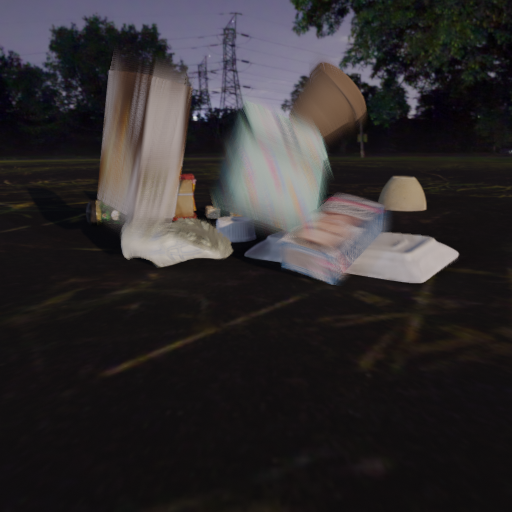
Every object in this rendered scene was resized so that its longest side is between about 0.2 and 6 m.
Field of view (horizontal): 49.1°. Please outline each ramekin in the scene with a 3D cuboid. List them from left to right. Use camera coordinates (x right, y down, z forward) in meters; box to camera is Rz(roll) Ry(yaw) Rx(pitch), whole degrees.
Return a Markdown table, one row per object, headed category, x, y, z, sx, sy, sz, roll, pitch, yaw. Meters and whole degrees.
| category | x | y | z | sx | sy | sz | roll | pitch | yaw |
| --- | --- | --- | --- | --- | --- | --- | --- | --- | --- |
| ramekin | -0.463 | -0.603 | 12.427 | 0.921 | 0.449 | 0.921 | 0 | 12 | 0 |

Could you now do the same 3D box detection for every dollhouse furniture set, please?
| category | x | y | z | sx | sy | sz | roll | pitch | yaw |
| --- | --- | --- | --- | --- | --- | --- | --- | --- | --- |
| dollhouse furniture set | -1.269 | -1.620 | 15.294 | 2.228 | 1.199 | 0.906 | -2 | 13 | -9 |

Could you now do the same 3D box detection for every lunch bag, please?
| category | x | y | z | sx | sy | sz | roll | pitch | yaw |
| --- | --- | --- | --- | --- | --- | --- | --- | --- | --- |
| lunch bag | 0.252 | -1.352 | 8.326 | 1.392 | 1.634 | 0.996 | 17 | -12 | -20 |

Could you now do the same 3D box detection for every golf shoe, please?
| category | x | y | z | sx | sy | sz | roll | pitch | yaw |
| --- | --- | --- | --- | --- | --- | --- | --- | --- | --- |
| golf shoe | -1.384 | -0.180 | 9.637 | 1.896 | 0.922 | 0.742 | 14 | 34 | -16 |

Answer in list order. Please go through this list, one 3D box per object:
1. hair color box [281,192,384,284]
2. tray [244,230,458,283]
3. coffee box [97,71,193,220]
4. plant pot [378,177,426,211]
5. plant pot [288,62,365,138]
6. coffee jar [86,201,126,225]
| category | x | y | z | sx | sy | sz | roll | pitch | yaw |
| --- | --- | --- | --- | --- | --- | --- | --- | --- | --- |
| hair color box | 1.284 | -0.347 | 9.157 | 0.925 | 0.560 | 1.850 | 19 | 40 | 29 |
| tray | 1.682 | -0.167 | 10.263 | 3.509 | 0.389 | 1.884 | 9 | 19 | 36 |
| coffee box | -1.508 | -1.470 | 7.456 | 0.697 | 1.748 | 1.000 | -10 | 29 | -45 |
| plant pot | 4.487 | -1.938 | 17.205 | 1.445 | 0.970 | 1.445 | 0 | 11 | 0 |
| plant pot | 1.169 | -2.648 | 10.036 | 1.058 | 1.214 | 1.214 | -45 | 19 | -2 |
| coffee jar | -3.678 | -1.123 | 14.419 | 1.346 | 0.574 | 0.702 | -3 | 25 | -15 |
